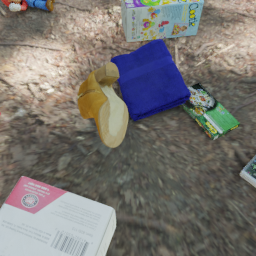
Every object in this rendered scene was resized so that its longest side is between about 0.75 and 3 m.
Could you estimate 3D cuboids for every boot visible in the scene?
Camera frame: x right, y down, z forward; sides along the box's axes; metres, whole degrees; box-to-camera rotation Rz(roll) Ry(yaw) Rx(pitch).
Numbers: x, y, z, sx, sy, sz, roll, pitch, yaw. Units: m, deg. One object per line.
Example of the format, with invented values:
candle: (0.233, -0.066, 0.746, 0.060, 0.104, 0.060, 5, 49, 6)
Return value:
boot: (-0.553, -0.311, 5.262, 0.577, 1.174, 1.640, 9, 68, -33)

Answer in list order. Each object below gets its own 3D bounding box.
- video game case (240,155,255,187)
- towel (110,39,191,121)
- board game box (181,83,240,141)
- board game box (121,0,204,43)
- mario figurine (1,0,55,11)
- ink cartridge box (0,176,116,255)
video game case: (4.220, 1.236, 7.081, 1.872, 0.240, 2.059, -38, 63, -24)
towel: (0.649, -1.525, 8.795, 1.918, 0.644, 2.598, -22, 56, 5)
board game box: (2.320, -0.548, 8.387, 0.989, 0.222, 1.888, -23, 57, -18)
board game box: (1.165, -4.273, 10.331, 2.686, 1.408, 1.383, -8, 54, -6)
mario figurine: (-4.088, -5.295, 11.216, 2.102, 1.114, 1.298, 3, 33, -4)
ink cartridge box: (-1.770, 2.737, 5.357, 2.197, 1.241, 2.999, 17, 56, 12)
